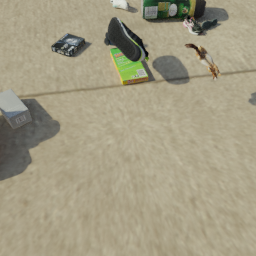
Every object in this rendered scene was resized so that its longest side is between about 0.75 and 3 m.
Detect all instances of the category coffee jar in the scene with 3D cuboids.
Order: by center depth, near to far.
[{"bbox_3d":[1.916,-5.369,11.994,2.694,1.150,1.405,0,50,-1],"label":"coffee jar"}]

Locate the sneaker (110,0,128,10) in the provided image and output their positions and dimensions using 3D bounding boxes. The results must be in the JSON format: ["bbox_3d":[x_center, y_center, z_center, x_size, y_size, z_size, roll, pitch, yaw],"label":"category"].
[{"bbox_3d":[-0.421,-5.615,12.746,0.532,0.452,1.201,-29,48,-9],"label":"sneaker"}]

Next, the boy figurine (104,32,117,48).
[{"bbox_3d":[-0.210,-3.338,10.530,1.313,0.816,0.423,-8,38,-30],"label":"boy figurine"}]

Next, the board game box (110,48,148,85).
[{"bbox_3d":[-0.010,-2.284,9.950,0.912,0.286,1.909,-11,53,-11],"label":"board game box"}]

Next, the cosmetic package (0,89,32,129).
[{"bbox_3d":[-3.454,-0.588,8.344,0.638,0.539,1.194,-30,53,-24],"label":"cosmetic package"}]

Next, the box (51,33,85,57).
[{"bbox_3d":[-2.282,-3.188,10.739,0.850,0.231,1.061,23,53,18],"label":"box"}]

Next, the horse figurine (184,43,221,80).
[{"bbox_3d":[2.072,-1.814,7.501,1.359,0.339,0.901,48,23,-7],"label":"horse figurine"}]

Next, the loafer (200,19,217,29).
[{"bbox_3d":[3.324,-4.352,11.723,0.968,0.348,0.305,-25,34,-28],"label":"loafer"}]

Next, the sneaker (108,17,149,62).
[{"bbox_3d":[0.023,-2.769,9.001,0.784,0.679,1.893,-9,61,-43],"label":"sneaker"}]

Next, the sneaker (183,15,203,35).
[{"bbox_3d":[2.655,-4.252,11.484,0.450,0.483,1.120,-26,55,-19],"label":"sneaker"}]
